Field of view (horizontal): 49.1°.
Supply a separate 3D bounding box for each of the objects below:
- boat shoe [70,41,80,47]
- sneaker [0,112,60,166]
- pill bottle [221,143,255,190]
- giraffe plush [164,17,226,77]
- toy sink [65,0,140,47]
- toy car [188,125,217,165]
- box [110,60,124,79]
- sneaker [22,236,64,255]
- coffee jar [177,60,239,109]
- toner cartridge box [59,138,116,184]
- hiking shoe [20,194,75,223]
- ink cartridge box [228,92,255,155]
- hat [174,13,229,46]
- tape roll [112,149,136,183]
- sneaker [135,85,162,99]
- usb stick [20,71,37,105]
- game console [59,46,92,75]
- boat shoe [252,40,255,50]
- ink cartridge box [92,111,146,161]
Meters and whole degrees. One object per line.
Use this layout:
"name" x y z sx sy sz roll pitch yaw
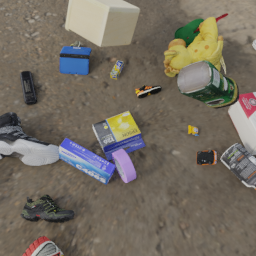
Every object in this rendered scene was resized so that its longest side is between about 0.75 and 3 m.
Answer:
"boat shoe" -2.545 -3.735 13.088 0.322 0.385 1.078 34 54 -28
"sneaker" -3.790 0.311 9.968 2.982 1.125 1.697 6 48 -5
"pill bottle" 4.000 1.365 9.408 0.877 0.877 1.651 -30 61 -18
"giraffe plush" 2.594 -2.975 11.614 2.277 2.423 2.808 -8 38 9
"toy sink" -1.235 -4.226 10.552 2.678 1.500 1.745 35 35 24
"toy car" 2.777 0.577 10.031 0.580 0.855 1.744 12 58 -31
"box" -0.478 -2.585 12.418 0.312 0.287 0.891 16 58 11
"sneaker" -2.729 4.274 7.357 1.108 1.050 2.698 27 61 16
"coffee jar" 2.246 -1.109 7.609 1.008 1.934 0.825 -12 72 40
"toner cartridge box" -1.380 1.128 9.328 1.895 0.900 0.409 29 56 5
"hiking shoe" -2.492 2.489 8.796 1.677 0.635 0.844 2 59 3
"ink cartridge box" 5.537 -0.341 10.359 2.830 1.212 2.089 -11 57 -5
"hat" 3.284 -5.001 13.157 1.984 1.747 1.644 -5 56 -3
"tape roll" -0.140 1.260 9.340 0.360 1.097 1.097 -24 59 -16
"sneaker" 0.849 -1.640 11.717 1.120 0.392 0.504 -20 61 -11
"usb stick" -4.221 -1.728 11.841 0.510 0.300 1.837 -12 57 -16
"game console" -2.347 -3.045 12.583 1.316 0.778 1.123 5 44 2
"boat shoe" 6.856 -3.600 12.817 0.819 0.748 2.277 -37 64 -22
"ink cartridge box" -0.351 0.252 10.485 1.546 0.368 1.565 -21 57 -14
